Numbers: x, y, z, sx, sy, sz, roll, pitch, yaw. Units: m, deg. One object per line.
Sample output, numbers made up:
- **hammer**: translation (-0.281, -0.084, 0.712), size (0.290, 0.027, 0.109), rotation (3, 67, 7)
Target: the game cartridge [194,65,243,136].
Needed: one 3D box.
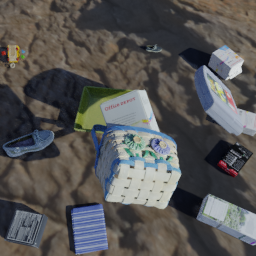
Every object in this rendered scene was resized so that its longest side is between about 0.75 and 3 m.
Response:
- **game cartridge**: translation (2.596, -0.932, 8.258), size (1.508, 0.463, 2.265), rotation (33, 35, -20)

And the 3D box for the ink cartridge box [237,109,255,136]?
- **ink cartridge box**: translation (4.822, -0.216, 11.397), size (1.414, 0.480, 0.814), rotation (18, 62, 10)

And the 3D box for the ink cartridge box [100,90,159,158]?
- **ink cartridge box**: translation (0.126, -0.079, 7.968), size (1.264, 0.718, 1.734), rotation (-18, 90, 23)

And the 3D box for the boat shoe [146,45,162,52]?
- **boat shoe**: translation (1.267, -3.898, 13.637), size (0.771, 0.239, 0.289), rotation (6, 60, 4)

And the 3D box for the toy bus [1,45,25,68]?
- **toy bus**: translation (-5.349, -3.398, 13.195), size (0.927, 0.508, 0.982), rotation (43, 87, 0)

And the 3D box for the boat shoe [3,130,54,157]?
- **boat shoe**: translation (-3.834, 0.536, 10.892), size (1.909, 0.612, 0.704), rotation (-18, 62, -10)

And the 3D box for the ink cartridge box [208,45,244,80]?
- **ink cartridge box**: translation (4.502, -2.916, 12.729), size (0.856, 0.834, 1.332), rotation (-33, 65, -17)

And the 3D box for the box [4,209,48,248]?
- **box**: translation (-3.342, 3.334, 9.287), size (1.011, 0.628, 1.019), rotation (10, 61, 5)

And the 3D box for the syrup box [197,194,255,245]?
- **syrup box**: translation (3.431, 3.051, 9.341), size (2.000, 0.814, 0.787), rotation (23, 63, 12)

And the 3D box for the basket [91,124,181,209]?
- **basket**: translation (0.235, 0.801, 7.706), size (2.362, 1.863, 2.679), rotation (10, 22, -17)

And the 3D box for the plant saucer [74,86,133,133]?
- **plant saucer**: translation (-0.922, -0.633, 11.607), size (2.213, 0.531, 2.216), rotation (6, 60, 3)

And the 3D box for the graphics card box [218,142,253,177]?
- **graphics card box**: translation (4.095, 1.191, 10.693), size (0.776, 0.315, 1.238), rotation (38, 68, 20)

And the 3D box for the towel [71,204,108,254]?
- **towel**: translation (-1.322, 3.411, 9.543), size (1.104, 0.182, 1.525), rotation (-8, 62, -7)
